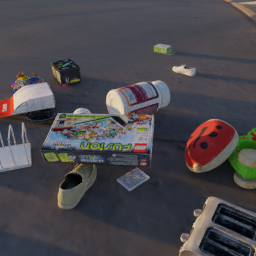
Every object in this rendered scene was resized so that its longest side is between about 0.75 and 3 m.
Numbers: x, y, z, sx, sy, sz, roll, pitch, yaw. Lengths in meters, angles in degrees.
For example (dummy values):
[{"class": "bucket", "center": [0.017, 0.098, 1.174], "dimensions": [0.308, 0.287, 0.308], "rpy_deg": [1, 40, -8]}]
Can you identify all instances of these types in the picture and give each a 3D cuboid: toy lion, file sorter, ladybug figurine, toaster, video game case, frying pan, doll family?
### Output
[{"class": "toy lion", "center": [4.475, 0.683, 8.587], "dimensions": [2.897, 0.995, 2.777], "rpy_deg": [1, 26, 2]}, {"class": "file sorter", "center": [-3.888, 0.590, 8.488], "dimensions": [1.637, 1.019, 1.136], "rpy_deg": [-10, 34, -14]}, {"class": "ladybug figurine", "center": [2.423, 0.446, 8.411], "dimensions": [1.540, 0.816, 2.269], "rpy_deg": [-18, 20, 41]}, {"class": "toaster", "center": [1.984, 2.451, 5.552], "dimensions": [1.772, 1.051, 1.602], "rpy_deg": [20, 38, 27]}, {"class": "video game case", "center": [0.154, 1.455, 8.010], "dimensions": [0.775, 0.070, 0.555], "rpy_deg": [-25, 40, -34]}, {"class": "frying pan", "center": [-3.399, -0.604, 11.022], "dimensions": [1.078, 0.290, 1.783], "rpy_deg": [-2, 26, -9]}, {"class": "doll family", "center": [-4.534, -2.174, 12.943], "dimensions": [1.733, 0.781, 1.075], "rpy_deg": [-2, 33, -9]}]

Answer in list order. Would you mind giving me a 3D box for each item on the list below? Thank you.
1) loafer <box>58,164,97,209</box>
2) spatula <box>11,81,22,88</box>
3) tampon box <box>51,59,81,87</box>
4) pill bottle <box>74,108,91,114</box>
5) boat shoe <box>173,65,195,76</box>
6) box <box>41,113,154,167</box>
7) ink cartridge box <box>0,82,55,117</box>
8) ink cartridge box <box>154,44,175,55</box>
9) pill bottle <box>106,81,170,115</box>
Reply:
[{"class": "loafer", "center": [-1.336, 1.387, 7.609], "dimensions": [0.675, 0.609, 1.784], "rpy_deg": [7, 33, 11]}, {"class": "spatula", "center": [-4.814, -1.876, 13.099], "dimensions": [1.728, 0.178, 0.488], "rpy_deg": [24, 41, 31]}, {"class": "tampon box", "center": [-3.040, -2.712, 13.753], "dimensions": [1.024, 0.863, 1.366], "rpy_deg": [-17, 36, -24]}, {"class": "pill bottle", "center": [-1.563, -0.035, 9.599], "dimensions": [0.827, 0.827, 1.427], "rpy_deg": [-4, 34, -6]}, {"class": "boat shoe", "center": [2.980, -3.129, 14.808], "dimensions": [1.315, 0.430, 0.484], "rpy_deg": [21, 38, 30]}, {"class": "box", "center": [-0.773, 0.291, 8.017], "dimensions": [2.958, 0.514, 1.628], "rpy_deg": [1, 42, 8]}, {"class": "ink cartridge box", "center": [-4.398, -1.181, 11.432], "dimensions": [2.536, 0.724, 2.061], "rpy_deg": [-9, 26, -20]}, {"class": "ink cartridge box", "center": [2.347, -5.007, 17.790], "dimensions": [1.253, 0.372, 0.650], "rpy_deg": [21, 38, 30]}, {"class": "pill bottle", "center": [0.429, -1.063, 10.714], "dimensions": [2.254, 1.287, 1.287], "rpy_deg": [-19, 37, -31]}]
